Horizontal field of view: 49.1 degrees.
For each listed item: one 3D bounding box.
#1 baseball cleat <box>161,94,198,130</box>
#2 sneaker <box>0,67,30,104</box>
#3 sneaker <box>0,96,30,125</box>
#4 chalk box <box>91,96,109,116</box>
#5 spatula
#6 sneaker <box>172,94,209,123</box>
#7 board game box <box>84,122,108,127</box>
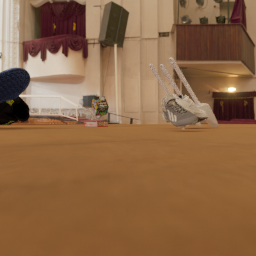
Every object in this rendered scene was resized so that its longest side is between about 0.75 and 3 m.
[{"bbox_3d":[0.869,-0.324,5.161,0.382,0.584,1.097,-23,14,-17],"label":"baseball cleat"},{"bbox_3d":[-3.245,-0.787,6.481,2.006,0.703,0.781,-42,40,-22],"label":"sneaker"},{"bbox_3d":[-3.495,-0.448,8.344,1.139,0.987,2.751,36,-15,1],"label":"sneaker"},{"bbox_3d":[-1.160,-0.866,11.863,0.529,0.848,0.526,-6,-35,-24],"label":"chalk box"},{"bbox_3d":[1.816,-1.124,9.441,0.221,2.746,1.910,-38,16,-15],"label":"spatula"},{"bbox_3d":[1.729,-0.546,7.976,0.704,0.823,1.889,-23,-16,30],"label":"sneaker"},{"bbox_3d":[-1.361,-0.159,12.076,0.664,0.203,0.876,1,1,28],"label":"board game box"}]
